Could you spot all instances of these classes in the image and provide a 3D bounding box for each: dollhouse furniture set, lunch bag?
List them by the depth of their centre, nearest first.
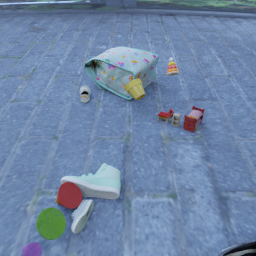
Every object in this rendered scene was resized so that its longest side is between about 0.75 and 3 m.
[{"bbox_3d":[2.172,-0.533,11.566,1.681,0.684,0.904,20,41,24],"label":"dollhouse furniture set"},{"bbox_3d":[-0.379,-2.982,13.990,2.973,1.813,2.533,24,43,21],"label":"lunch bag"}]

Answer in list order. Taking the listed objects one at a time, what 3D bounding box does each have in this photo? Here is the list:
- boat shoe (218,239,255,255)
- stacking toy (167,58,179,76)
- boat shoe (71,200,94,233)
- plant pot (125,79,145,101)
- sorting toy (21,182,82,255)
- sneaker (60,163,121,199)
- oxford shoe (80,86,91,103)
[{"bbox_3d":[3.287,3.060,6.467,2.915,0.914,1.059,-7,37,-10],"label":"boat shoe"},{"bbox_3d":[1.940,-2.740,12.422,0.568,0.778,0.568,-9,-1,0],"label":"stacking toy"},{"bbox_3d":[-1.342,2.442,7.816,0.405,0.397,1.138,3,30,19],"label":"boat shoe"},{"bbox_3d":[0.355,-1.603,11.986,0.766,0.766,0.721,-24,78,-29],"label":"plant pot"},{"bbox_3d":[-2.128,2.503,7.543,0.806,0.801,2.325,45,42,-13],"label":"sorting toy"},{"bbox_3d":[-1.104,1.562,8.709,1.810,0.666,1.068,11,42,-2],"label":"sneaker"},{"bbox_3d":[-2.062,-1.729,13.435,0.550,0.422,1.462,-6,34,-3],"label":"oxford shoe"}]
